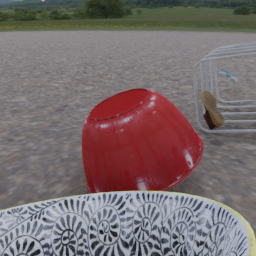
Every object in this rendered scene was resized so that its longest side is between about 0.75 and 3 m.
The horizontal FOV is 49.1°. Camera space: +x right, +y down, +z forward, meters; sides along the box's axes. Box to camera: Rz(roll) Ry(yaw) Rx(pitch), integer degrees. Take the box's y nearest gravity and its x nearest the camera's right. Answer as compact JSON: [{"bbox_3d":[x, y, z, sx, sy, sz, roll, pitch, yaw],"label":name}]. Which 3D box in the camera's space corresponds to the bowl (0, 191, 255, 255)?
[{"bbox_3d":[-0.492,1.429,2.076,2.813,1.320,2.813,-7,0,0],"label":"bowl"}]

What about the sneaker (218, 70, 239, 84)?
[{"bbox_3d":[3.796,-1.949,10.675,0.827,0.334,0.316,23,24,-7],"label":"sneaker"}]

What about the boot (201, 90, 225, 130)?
[{"bbox_3d":[2.022,-0.422,7.082,0.350,0.967,0.804,-27,-9,-10],"label":"boot"}]

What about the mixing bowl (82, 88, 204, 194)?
[{"bbox_3d":[0.070,0.080,4.910,2.251,1.219,2.251,-18,24,9],"label":"mixing bowl"}]

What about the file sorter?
[{"bbox_3d":[3.095,-1.251,7.785,1.827,2.036,2.935,0,21,28],"label":"file sorter"}]
